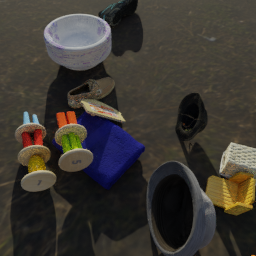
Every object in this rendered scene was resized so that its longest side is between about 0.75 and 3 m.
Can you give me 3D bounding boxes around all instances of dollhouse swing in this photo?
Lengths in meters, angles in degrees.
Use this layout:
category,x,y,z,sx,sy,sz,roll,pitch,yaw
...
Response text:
category,x,y,z,sx,sy,sz,roll,pitch,yaw
dollhouse swing,2.916,1.756,8.060,0.962,0.995,1.095,26,53,-3

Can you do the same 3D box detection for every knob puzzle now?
category,x,y,z,sx,sy,sz,roll,pitch,yaw
knob puzzle,-0.981,-0.622,10.030,1.757,0.244,1.757,21,17,-7

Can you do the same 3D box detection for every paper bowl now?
category,x,y,z,sx,sy,sz,roll,pitch,yaw
paper bowl,-2.090,-3.591,12.076,2.781,1.446,2.781,0,50,0

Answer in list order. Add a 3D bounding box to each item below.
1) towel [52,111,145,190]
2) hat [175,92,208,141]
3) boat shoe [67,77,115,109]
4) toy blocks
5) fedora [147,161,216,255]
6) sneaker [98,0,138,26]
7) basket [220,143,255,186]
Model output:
category,x,y,z,sx,sy,sz,roll,pitch,yaw
towel,-0.957,0.618,9.205,2.594,0.643,1.916,35,65,25
hat,2.300,-0.326,9.477,0.679,1.683,1.683,12,47,-21
boat shoe,-1.378,-1.498,10.852,2.094,0.676,0.746,-34,58,-25
toy blocks,-2.448,0.267,8.838,2.317,1.009,2.779,-29,53,7
fedora,1.467,2.137,7.280,1.089,2.133,2.412,15,47,-29
sneaker,-0.453,-6.299,14.636,1.042,0.991,2.628,29,56,24
basket,3.615,1.098,8.624,1.307,0.806,0.886,16,53,12
